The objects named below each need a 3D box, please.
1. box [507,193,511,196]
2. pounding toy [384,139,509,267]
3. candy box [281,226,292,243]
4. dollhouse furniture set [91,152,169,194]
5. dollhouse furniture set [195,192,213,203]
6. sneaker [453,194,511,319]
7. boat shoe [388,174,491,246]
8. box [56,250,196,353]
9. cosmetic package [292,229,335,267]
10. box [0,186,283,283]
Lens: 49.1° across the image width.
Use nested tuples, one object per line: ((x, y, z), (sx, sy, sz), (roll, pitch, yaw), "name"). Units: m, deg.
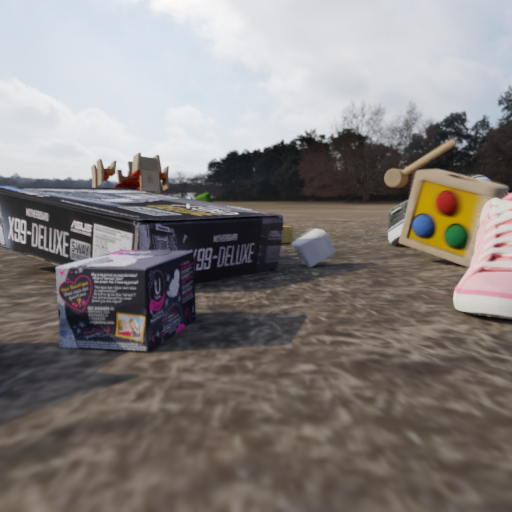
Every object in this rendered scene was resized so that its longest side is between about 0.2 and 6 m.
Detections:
((5.726, -0.642, 11.493), (2.549, 1.308, 1.207), (-6, 8, -33), "box")
((3.172, -1.111, 10.048), (2.219, 1.950, 1.015), (23, 23, 36), "pounding toy")
((0.032, -0.531, 14.343), (1.667, 0.471, 0.973), (-4, 6, -45), "candy box")
((-2.380, -1.484, 11.060), (1.432, 0.738, 1.417), (1, -8, -32), "dollhouse furniture set")
((-2.694, -0.758, 16.481), (3.232, 1.248, 1.615), (-19, 12, 6), "dollhouse furniture set")
((2.804, -0.077, 6.227), (0.933, 1.296, 2.480), (6, 9, 29), "sneaker")
((3.900, -1.201, 12.580), (1.076, 1.058, 2.984), (0, -21, -31), "boat shoe")
((-1.093, 0.337, 4.939), (0.812, 0.705, 1.229), (1, 6, 12), "box")
((0.996, -0.146, 9.765), (0.531, 0.444, 0.442), (-32, 14, -9), "cosmetic package")
((-2.036, -0.451, 9.169), (3.957, 0.985, 3.121), (13, 13, 37), "box")
